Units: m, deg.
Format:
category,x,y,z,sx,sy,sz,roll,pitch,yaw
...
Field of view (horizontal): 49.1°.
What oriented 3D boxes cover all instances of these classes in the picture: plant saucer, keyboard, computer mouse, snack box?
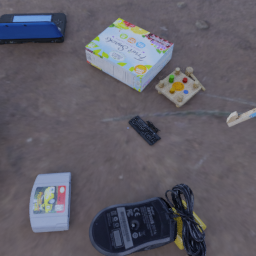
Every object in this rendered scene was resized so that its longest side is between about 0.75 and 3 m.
category,x,y,z,sx,sy,sz,roll,pitch,yaw
plant saucer,1.320,2.297,6.779,0.870,0.211,0.870,-34,64,-18
keyboard,0.529,-0.009,8.207,0.552,0.210,1.062,-36,66,-20
computer mouse,0.390,2.341,6.498,2.548,0.672,1.764,-6,60,-6
snack box,0.049,-2.507,9.404,2.280,0.772,1.923,32,62,19

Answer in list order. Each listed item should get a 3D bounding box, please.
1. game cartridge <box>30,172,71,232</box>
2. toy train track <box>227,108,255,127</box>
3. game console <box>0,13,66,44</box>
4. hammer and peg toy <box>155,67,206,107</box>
category,x,y,z,sx,sy,sz,roll,pitch,yaw
game cartridge,-1.948,1.833,7.039,0.971,0.298,1.459,-6,58,1
toy train track,2.878,-0.642,5.273,0.358,2.199,1.261,59,28,-6
game console,-3.583,-3.766,9.768,2.533,1.499,2.162,-2,59,-2
hammer and peg toy,1.762,-1.399,8.864,1.512,0.533,1.112,-39,66,-21
